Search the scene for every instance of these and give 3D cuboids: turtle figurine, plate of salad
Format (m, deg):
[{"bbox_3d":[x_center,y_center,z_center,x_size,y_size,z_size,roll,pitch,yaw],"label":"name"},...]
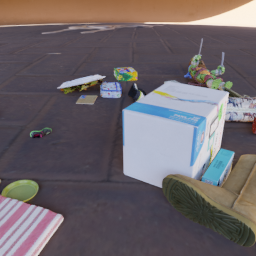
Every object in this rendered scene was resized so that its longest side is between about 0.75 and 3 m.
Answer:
[{"bbox_3d":[4.502,-3.280,15.152,2.807,2.020,2.721,-37,47,8],"label":"turtle figurine"},{"bbox_3d":[-2.408,-2.287,14.710,2.601,0.625,2.601,-12,13,3],"label":"plate of salad"}]

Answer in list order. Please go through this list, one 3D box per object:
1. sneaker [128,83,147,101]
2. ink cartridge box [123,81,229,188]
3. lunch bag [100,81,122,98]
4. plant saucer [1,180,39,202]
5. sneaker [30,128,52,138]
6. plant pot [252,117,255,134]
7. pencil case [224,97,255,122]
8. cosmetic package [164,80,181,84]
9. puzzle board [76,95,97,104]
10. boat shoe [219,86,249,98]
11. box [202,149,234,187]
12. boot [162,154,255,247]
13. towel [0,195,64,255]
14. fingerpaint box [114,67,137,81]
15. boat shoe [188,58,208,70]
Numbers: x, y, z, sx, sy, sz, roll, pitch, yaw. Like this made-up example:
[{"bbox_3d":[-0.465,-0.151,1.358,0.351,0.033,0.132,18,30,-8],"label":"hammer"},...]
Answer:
[{"bbox_3d":[0.530,-1.667,14.108,0.781,0.676,1.887,22,20,-18],"label":"sneaker"},{"bbox_3d":[1.501,0.114,8.536,2.150,2.160,2.944,15,31,28],"label":"ink cartridge box"},{"bbox_3d":[-0.872,-2.028,14.703,1.159,0.547,1.447,-1,27,-5],"label":"lunch bag"},{"bbox_3d":[-2.895,1.741,7.557,0.943,0.147,0.943,1,26,0],"label":"plant saucer"},{"bbox_3d":[-3.232,0.235,10.485,0.798,0.306,0.334,-17,43,-17],"label":"sneaker"},{"bbox_3d":[5.108,-0.067,10.368,0.813,0.836,0.836,5,27,9],"label":"plant pot"},{"bbox_3d":[4.233,-0.767,11.475,2.848,1.108,1.274,3,16,5],"label":"pencil case"},{"bbox_3d":[2.534,-2.083,14.847,0.718,0.485,1.365,-10,28,-19],"label":"cosmetic package"},{"bbox_3d":[-2.038,-1.401,13.934,0.838,0.097,1.112,1,26,5],"label":"puzzle board"},{"bbox_3d":[4.947,-1.272,12.933,0.862,0.738,2.353,-12,29,-23],"label":"boat shoe"},{"bbox_3d":[2.526,1.278,7.871,0.416,0.696,1.692,15,30,29],"label":"box"},{"bbox_3d":[2.628,1.454,7.342,2.522,0.952,2.880,31,39,26],"label":"boot"},{"bbox_3d":[-3.047,2.326,6.189,2.694,0.403,1.971,11,28,16],"label":"towel"},{"bbox_3d":[-0.173,-3.371,17.400,1.187,0.522,1.423,-6,27,-12],"label":"fingerpaint box"},{"bbox_3d":[4.554,-3.971,18.254,0.875,0.827,2.432,-7,27,-13],"label":"boat shoe"}]
